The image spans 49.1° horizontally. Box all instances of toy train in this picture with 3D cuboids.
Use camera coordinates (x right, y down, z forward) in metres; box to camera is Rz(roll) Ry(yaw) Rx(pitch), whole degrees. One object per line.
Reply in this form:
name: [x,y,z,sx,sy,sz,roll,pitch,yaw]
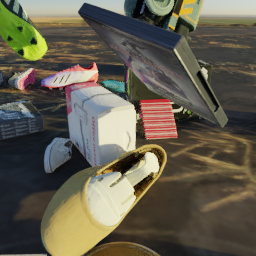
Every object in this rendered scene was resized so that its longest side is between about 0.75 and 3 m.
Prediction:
toy train: [0.913,-2.764,5.264,1.456,2.555,1.089,18,-3,-30]

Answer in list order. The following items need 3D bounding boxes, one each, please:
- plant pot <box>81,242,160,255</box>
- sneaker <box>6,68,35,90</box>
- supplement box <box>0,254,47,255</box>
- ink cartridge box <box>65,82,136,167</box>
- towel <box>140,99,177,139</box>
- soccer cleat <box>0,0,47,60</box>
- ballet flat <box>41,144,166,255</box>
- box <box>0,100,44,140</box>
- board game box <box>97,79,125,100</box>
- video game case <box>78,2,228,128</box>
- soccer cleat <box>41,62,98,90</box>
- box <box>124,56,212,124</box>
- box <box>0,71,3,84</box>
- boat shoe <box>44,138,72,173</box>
plant pot: [-0.093,1.760,3.058,1.420,0.195,1.420,-1,24,0]
sneaker: [-4.203,-1.981,11.006,0.732,0.617,1.673,8,29,3]
supplement box: [-1.244,1.812,2.614,0.759,0.443,1.205,0,24,-1]
ink cartridge box: [-0.619,-0.064,5.757,0.755,1.336,1.823,-12,27,-26]
towel: [0.740,-0.237,6.905,0.799,0.124,1.105,-3,65,-7]
soccer cleat: [-3.076,-2.927,6.820,0.984,2.915,1.182,-33,16,6]
ballet flat: [-0.147,0.784,4.004,0.825,0.898,2.618,-33,1,30]
box: [-3.249,-0.174,7.096,1.828,0.455,1.442,-14,28,-29]
board game box: [-0.196,-1.319,9.901,2.172,0.306,1.469,14,27,29]
video game case: [0.434,-0.730,3.664,1.481,0.197,2.073,34,1,35]
soccer cleat: [-2.239,-2.028,10.823,2.250,0.860,0.750,-11,26,-24]
box: [1.003,-1.086,7.785,2.127,1.580,1.322,-3,24,-7]
box: [-5.755,-1.752,10.668,1.581,0.482,1.961,-2,23,-13]
boat shoe: [-1.357,0.511,5.646,0.425,0.432,1.217,-3,17,0]
